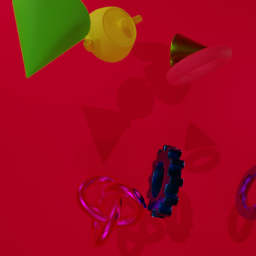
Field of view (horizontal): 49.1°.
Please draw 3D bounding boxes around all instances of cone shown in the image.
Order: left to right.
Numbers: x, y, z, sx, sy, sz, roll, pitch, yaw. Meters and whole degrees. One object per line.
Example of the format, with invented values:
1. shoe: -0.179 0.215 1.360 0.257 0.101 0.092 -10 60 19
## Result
1. cone: -1.630 -1.568 5.239 1.554 1.554 1.560 10 64 1
2. cone: 1.361 -1.392 5.356 0.863 0.860 0.860 6 84 27

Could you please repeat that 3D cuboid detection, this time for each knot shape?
1. knot shape: -0.477 1.824 6.046 1.642 0.758 1.536 16 81 35

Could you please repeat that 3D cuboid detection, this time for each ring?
1. ring: 1.211 -1.057 4.813 1.156 1.156 0.231 -21 83 -2
2. ring: 2.591 1.267 5.657 0.244 1.220 1.220 25 85 -3

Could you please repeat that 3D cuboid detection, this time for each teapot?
1. teapot: -0.380 -2.127 6.290 1.982 0.970 1.232 -39 104 -33

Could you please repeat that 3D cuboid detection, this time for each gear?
1. gear: 0.703 1.040 5.515 0.258 1.395 1.395 14 85 -8
